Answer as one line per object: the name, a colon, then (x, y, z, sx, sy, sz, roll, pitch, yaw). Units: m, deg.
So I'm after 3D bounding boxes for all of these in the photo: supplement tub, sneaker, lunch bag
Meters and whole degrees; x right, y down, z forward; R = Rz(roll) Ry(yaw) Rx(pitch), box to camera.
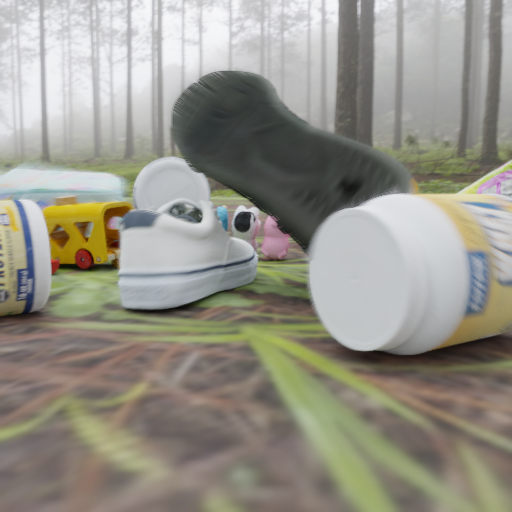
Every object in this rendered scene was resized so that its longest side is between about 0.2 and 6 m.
supplement tub: (-2.270, 0.042, 4.178, 1.256, 0.907, 0.907, -6, 9, -33)
sneaker: (0.367, -0.712, 5.733, 3.125, 1.195, 1.790, 38, -8, 34)
supplement tub: (1.103, 0.093, 3.512, 1.330, 0.962, 0.962, -5, 9, -33)
lunch bag: (-3.214, -0.830, 9.346, 2.065, 0.992, 2.574, 2, 16, -11)
supplement tub: (-1.958, -1.397, 12.786, 1.627, 1.627, 2.656, -1, 8, -11)
sneaker: (-0.537, -0.121, 5.503, 0.913, 0.885, 2.499, 1, 6, 12)

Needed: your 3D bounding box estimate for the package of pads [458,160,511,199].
package of pads: (4.468, -0.913, 8.685, 2.172, 0.959, 2.812, -11, -6, 0)

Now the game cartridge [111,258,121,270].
game cartridge: (-1.454, 0.093, 7.105, 0.659, 0.107, 0.581, -6, 9, -24)

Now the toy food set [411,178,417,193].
toy food set: (1.720, -0.901, 9.945, 2.301, 1.098, 1.035, -3, -15, -30)

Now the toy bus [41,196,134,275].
toy bus: (-2.302, -0.323, 7.007, 1.628, 0.841, 1.537, -8, 10, -23)

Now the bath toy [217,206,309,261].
bath toy: (0.177, -0.226, 7.611, 1.669, 0.726, 0.617, 5, 43, 14)
